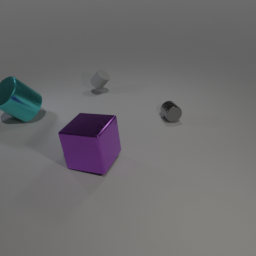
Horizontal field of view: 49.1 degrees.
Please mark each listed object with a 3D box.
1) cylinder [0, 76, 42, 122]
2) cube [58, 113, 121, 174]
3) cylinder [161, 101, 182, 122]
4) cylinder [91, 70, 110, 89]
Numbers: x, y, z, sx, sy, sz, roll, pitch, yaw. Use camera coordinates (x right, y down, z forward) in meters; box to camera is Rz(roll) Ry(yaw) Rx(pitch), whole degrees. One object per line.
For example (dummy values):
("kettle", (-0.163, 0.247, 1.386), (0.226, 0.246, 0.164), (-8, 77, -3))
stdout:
("cylinder", (-4.487, -1.152, 11.384), (1.400, 1.400, 1.400), (-15, 59, 27))
("cube", (-1.179, 0.456, 9.111), (1.400, 1.400, 1.400), (5, 31, 21))
("cylinder", (1.813, -0.701, 11.778), (0.700, 0.700, 0.700), (-8, 28, -13))
("cylinder", (-1.366, -2.384, 13.761), (0.700, 0.700, 0.700), (29, 36, -24))
